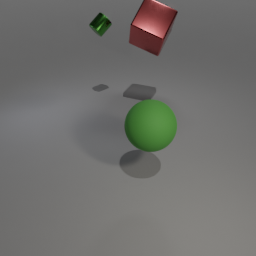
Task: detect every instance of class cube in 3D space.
[{"bbox_3d":[0.972,-4.034,11.267,1.400,1.400,1.400,26,78,3],"label":"cube"}]

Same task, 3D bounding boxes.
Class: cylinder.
[{"bbox_3d":[-1.157,-4.328,11.740,0.700,0.700,0.700,-48,41,2],"label":"cylinder"}]

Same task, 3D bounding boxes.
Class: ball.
[{"bbox_3d":[0.604,-0.061,7.488,1.400,1.400,1.400,0,31,0],"label":"ball"}]
